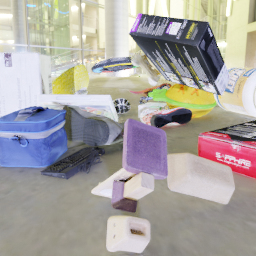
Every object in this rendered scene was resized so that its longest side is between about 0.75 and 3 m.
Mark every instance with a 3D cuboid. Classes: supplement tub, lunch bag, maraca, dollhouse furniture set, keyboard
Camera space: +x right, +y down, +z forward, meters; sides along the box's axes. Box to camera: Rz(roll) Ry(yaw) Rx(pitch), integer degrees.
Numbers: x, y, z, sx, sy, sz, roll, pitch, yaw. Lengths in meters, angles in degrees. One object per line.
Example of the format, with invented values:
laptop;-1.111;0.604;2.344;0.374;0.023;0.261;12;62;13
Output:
supplement tub;5.251;-1.548;11.933;2.018;2.018;2.789;-5;14;-19
lunch bag;-2.227;0.096;6.561;1.264;1.231;1.860;1;12;4
maraca;2.268;-1.249;11.684;2.791;1.493;1.914;13;22;19
dollhouse furniture set;0.506;1.184;4.320;2.094;1.659;1.486;18;-37;-23
keyboard;-1.059;0.632;6.250;0.944;0.359;1.814;5;15;20

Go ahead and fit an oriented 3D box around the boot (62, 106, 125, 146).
boot;-0.753;0.010;8.288;1.807;0.937;2.767;2;12;-39

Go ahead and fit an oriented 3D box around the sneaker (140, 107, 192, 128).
sneaker;1.371;-0.459;10.283;1.925;0.643;1.032;-12;20;-32

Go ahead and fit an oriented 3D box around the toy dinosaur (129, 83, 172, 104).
toy dinosaur;1.424;-1.932;14.645;1.838;2.026;1.064;-55;26;-18

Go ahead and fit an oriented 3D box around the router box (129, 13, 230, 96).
router box;1.291;-1.660;6.561;1.719;0.588;2.305;23;-6;34

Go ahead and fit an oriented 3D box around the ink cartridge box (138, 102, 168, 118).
ink cartridge box;1.075;-0.739;11.742;0.902;0.543;1.241;6;16;23

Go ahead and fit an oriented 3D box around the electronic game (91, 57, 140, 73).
electronic game;-0.459;-2.669;12.116;2.269;0.472;2.269;-9;4;1

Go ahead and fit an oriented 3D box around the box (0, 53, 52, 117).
box;-3.734;-1.393;10.106;1.663;2.531;2.544;-1;13;-6

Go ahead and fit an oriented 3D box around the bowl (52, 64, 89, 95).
bowl;-3.117;-2.310;16.037;2.546;1.370;2.546;-36;-2;-1

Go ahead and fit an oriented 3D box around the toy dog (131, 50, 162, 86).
toy dog;1.581;-2.747;10.501;2.100;1.511;2.166;-44;18;-28

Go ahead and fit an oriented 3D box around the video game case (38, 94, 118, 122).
video game case;-1.546;-0.597;9.489;2.224;0.280;2.440;1;-13;4

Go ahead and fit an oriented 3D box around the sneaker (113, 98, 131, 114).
sneaker;-0.722;-0.987;12.615;1.707;0.688;0.712;-5;8;-17

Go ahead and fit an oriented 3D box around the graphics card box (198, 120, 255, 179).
graphics card box;3.218;0.381;6.456;2.869;0.730;1.800;-12;17;-37
